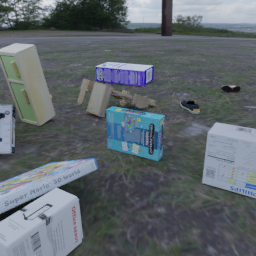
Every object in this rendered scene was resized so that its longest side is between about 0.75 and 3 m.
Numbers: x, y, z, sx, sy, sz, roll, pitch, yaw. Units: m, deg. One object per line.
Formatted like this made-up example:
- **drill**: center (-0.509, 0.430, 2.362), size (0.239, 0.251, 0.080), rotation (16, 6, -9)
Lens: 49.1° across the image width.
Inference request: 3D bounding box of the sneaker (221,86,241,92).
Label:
- **sneaker**: center (5.024, -1.926, 13.815), size (0.933, 0.328, 0.436), rotation (1, 7, 4)

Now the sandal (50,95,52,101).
- **sandal**: center (-3.990, -1.748, 12.750), size (0.799, 0.717, 2.180), rotation (-14, 26, -30)

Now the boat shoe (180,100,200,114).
- **boat shoe**: center (2.487, -0.927, 11.204), size (0.468, 0.390, 1.254), rotation (-8, 22, -13)

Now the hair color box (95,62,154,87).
- **hair color box**: center (-0.187, -3.032, 15.616), size (2.899, 0.939, 1.584), rotation (11, 26, 21)

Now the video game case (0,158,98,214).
- **video game case**: center (-2.241, 1.189, 5.170), size (2.854, 0.254, 2.043), rotation (-21, 6, -40)

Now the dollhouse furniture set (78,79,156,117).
- **dollhouse furniture set**: center (-0.467, -0.973, 11.343), size (2.100, 1.202, 2.463), rotation (22, 7, 40)

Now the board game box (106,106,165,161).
- **board game box**: center (0.173, 0.132, 7.577), size (1.570, 1.186, 0.369), rotation (12, 25, 26)

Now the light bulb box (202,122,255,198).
- **light bulb box**: center (2.384, 0.671, 6.157), size (1.252, 1.263, 0.788), rotation (12, 24, 28)

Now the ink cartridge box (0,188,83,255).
- **ink cartridge box**: center (-1.337, 1.644, 4.229), size (0.538, 0.931, 1.275), rotation (13, 25, 32)

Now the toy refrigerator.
- **toy refrigerator**: center (-3.375, -1.399, 9.351), size (0.978, 2.576, 0.901), rotation (13, 37, 29)

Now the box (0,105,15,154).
- **box**: center (-3.442, 0.052, 7.468), size (0.759, 1.301, 0.391), rotation (-1, -9, -11)
